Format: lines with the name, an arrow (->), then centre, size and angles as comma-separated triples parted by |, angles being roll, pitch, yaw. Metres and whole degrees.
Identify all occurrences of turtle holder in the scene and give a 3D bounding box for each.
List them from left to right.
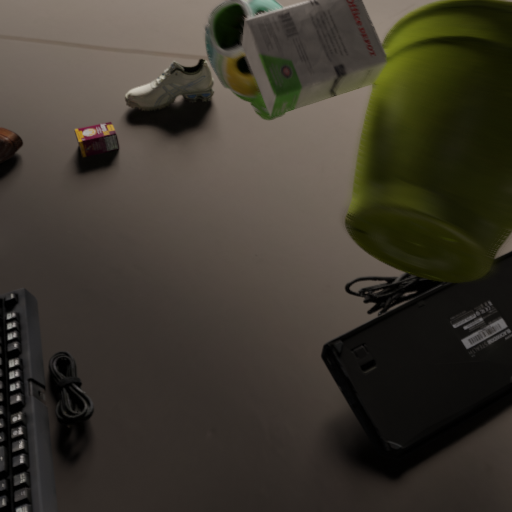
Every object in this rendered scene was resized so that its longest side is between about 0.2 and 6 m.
turtle holder -> -0.097, -2.614, 7.394 | 1.273, 1.676, 1.190 | 9, 1, 24

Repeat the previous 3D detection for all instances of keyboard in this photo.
keyboard -> -3.346, 1.917, 7.424 | 2.229, 0.476, 3.712 | -14, 48, -13
keyboard -> 3.015, 0.997, 8.344 | 4.519, 0.895, 2.352 | -21, 72, -21

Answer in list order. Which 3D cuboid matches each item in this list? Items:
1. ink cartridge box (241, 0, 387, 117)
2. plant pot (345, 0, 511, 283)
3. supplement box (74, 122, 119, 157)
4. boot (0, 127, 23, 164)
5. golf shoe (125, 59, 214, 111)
ink cartridge box -> 0.619, -2.237, 6.177 | 1.315, 0.552, 0.956 | -19, 82, -9
plant pot -> 2.231, -1.089, 6.512 | 2.527, 2.527, 2.434 | 19, 72, 18
supplement box -> -3.334, -2.440, 11.738 | 0.790, 0.408, 0.517 | -17, 48, -16
boot -> -6.019, -1.926, 11.134 | 1.925, 0.663, 2.065 | 15, 52, 17
golf shoe -> -2.024, -4.001, 12.860 | 2.109, 1.026, 0.826 | -17, 50, -14
